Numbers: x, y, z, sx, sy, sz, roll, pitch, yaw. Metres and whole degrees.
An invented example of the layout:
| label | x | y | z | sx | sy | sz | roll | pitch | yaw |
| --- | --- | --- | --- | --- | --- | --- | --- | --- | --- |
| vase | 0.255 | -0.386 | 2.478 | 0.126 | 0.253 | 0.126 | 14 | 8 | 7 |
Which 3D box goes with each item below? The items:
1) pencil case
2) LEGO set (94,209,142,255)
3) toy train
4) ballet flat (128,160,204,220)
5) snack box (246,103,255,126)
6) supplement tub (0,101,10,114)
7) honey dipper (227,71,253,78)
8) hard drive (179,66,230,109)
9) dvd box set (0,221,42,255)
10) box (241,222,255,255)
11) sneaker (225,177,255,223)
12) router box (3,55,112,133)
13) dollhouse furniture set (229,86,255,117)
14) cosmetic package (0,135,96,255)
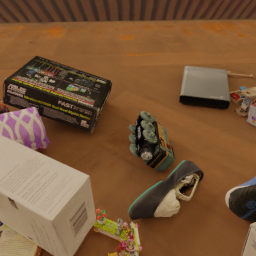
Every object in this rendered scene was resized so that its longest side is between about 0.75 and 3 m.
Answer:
| label | x | y | z | sx | sy | sz | roll | pitch | yaw |
| --- | --- | --- | --- | --- | --- | --- | --- | --- | --- |
| pencil case | -3.302 | 0.364 | 6.623 | 2.748 | 1.175 | 1.153 | -16 | 45 | -19 |
| LEGO set | -0.246 | 1.904 | 4.973 | 0.895 | 0.725 | 1.947 | -19 | 41 | -23 |
| toy train | 0.586 | 0.290 | 6.962 | 1.007 | 0.753 | 1.766 | 32 | 26 | -18 |
| ballet flat | 0.906 | 1.339 | 5.773 | 0.739 | 0.739 | 2.022 | 30 | 45 | 33 |
| snack box | 4.893 | -0.145 | 7.692 | 1.763 | 0.657 | 2.480 | -24 | 43 | -28 |
| supplement tub | -3.882 | -0.473 | 7.813 | 0.858 | 0.858 | 1.605 | -31 | 54 | -34 |
| honey dipper | 4.129 | -1.980 | 10.490 | 1.090 | 0.207 | 0.207 | 8 | 38 | 5 |
| hard drive | 2.626 | -1.443 | 9.613 | 1.545 | 0.364 | 2.214 | 9 | 39 | 10 |
| dvd box set | -2.234 | 2.041 | 5.171 | 1.364 | 0.274 | 1.865 | 2 | 37 | 2 |
| box | 3.097 | 2.034 | 4.353 | 2.157 | 1.175 | 1.379 | -13 | 34 | -17 |
| sneaker | 3.082 | 1.266 | 5.834 | 2.468 | 0.934 | 0.951 | -8 | 21 | -14 |
| router box | -1.903 | -1.050 | 8.114 | 2.591 | 0.805 | 1.941 | 18 | 33 | -2 |
| dollhouse furniture set | 3.574 | -0.993 | 8.720 | 0.751 | 0.756 | 1.072 | -15 | 41 | -18 |
| cosmetic package | -1.862 | 1.124 | 4.997 | 2.453 | 1.384 | 0.995 | 17 | 44 | 22 |
